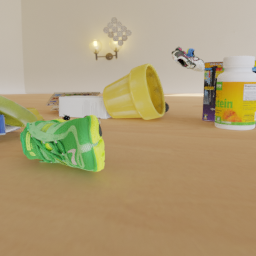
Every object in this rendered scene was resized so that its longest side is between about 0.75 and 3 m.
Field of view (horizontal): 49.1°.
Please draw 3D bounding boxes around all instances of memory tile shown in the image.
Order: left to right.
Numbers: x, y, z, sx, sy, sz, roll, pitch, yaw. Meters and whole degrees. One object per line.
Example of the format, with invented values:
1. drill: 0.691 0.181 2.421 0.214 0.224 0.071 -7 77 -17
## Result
1. memory tile: -0.436 -3.953 11.507 1.025 0.786 0.086 38 9 -15

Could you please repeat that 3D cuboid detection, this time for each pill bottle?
1. pill bottle: 3.717 -1.201 9.598 1.334 2.402 1.334 0 9 0

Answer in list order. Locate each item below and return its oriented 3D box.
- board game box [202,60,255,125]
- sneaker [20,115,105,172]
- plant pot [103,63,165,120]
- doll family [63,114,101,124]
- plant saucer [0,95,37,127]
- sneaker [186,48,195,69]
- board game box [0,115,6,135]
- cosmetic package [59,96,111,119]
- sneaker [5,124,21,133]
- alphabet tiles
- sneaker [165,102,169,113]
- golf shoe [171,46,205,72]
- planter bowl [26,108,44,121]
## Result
1. board game box: 4.358 -1.362 10.743 2.857 2.361 0.810 7 11 37
2. sneaker: -1.260 0.323 5.044 1.128 1.000 2.700 -12 6 -33
3. plant pot: 0.211 -1.350 11.990 2.165 2.301 2.301 -14 3 23
4. doll family: -1.596 -0.103 8.671 1.597 0.627 0.923 1 3 -27
5. plant saucer: -3.612 -0.494 7.704 2.164 0.336 2.164 17 -17 5
6. sneaker: 2.926 -3.234 13.101 0.376 0.960 0.316 20 33 32
7. board game box: -5.008 0.033 7.112 2.635 0.574 2.648 1 7 41
8. cosmetic package: -1.850 -1.007 13.057 2.419 0.981 1.365 2 9 20
9. sneaker: -4.039 -0.148 8.833 1.385 0.568 0.517 3 9 16
10. alphabet tiles: -3.121 -1.403 15.031 2.397 0.108 2.867 -5 -11 -30
11. sneaker: 1.154 -1.155 14.571 2.087 0.773 0.923 4 12 19
12. golf shoe: 2.681 -2.865 12.470 1.757 0.774 0.678 23 -40 -15
13. planter bowl: -4.145 -0.563 11.598 1.295 0.539 1.295 0 10 0
